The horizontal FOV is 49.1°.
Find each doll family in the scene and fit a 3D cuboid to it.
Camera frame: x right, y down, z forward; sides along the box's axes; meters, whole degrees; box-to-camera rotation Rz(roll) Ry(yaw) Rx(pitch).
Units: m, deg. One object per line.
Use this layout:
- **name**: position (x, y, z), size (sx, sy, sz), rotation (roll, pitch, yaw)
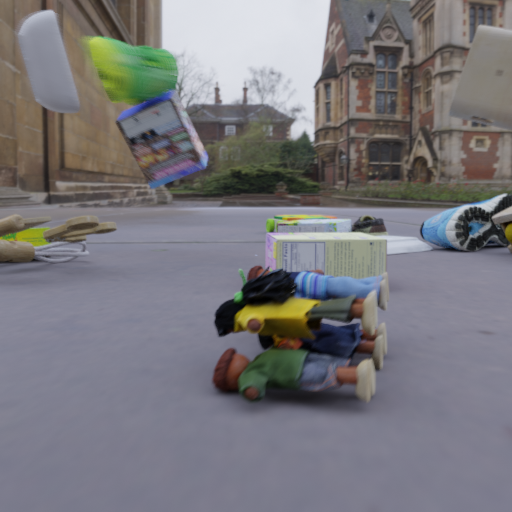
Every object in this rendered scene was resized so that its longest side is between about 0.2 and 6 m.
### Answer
- **doll family**: position (0.295, 0.438, 3.948), size (1.147, 0.779, 1.984), rotation (-2, 0, 18)

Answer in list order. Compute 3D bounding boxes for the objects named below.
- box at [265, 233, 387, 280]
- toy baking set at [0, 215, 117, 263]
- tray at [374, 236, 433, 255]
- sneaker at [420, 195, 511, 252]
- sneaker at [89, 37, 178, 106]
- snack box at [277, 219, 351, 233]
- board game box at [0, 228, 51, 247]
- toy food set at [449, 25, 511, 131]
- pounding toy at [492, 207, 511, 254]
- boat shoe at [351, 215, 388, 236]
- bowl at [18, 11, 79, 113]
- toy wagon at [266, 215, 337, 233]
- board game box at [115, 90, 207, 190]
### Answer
- **box**: position (0.865, 0.059, 7.351), size (1.382, 0.668, 1.216), rotation (0, 6, -5)
- **toy baking set**: position (-3.599, -0.077, 8.633), size (2.507, 0.380, 3.266), rotation (-6, -8, -36)
- **tray**: position (2.380, -0.217, 11.656), size (2.587, 0.287, 1.389), rotation (-5, 7, -39)
- **sneaker**: position (4.855, -0.766, 12.708), size (3.051, 1.196, 1.372), rotation (-5, 5, -39)
- **sneaker**: position (-1.994, -3.208, 9.487), size (1.205, 1.068, 2.884), rotation (-20, 14, 2)
- **snack box**: position (1.515, -0.640, 14.202), size (1.481, 0.552, 2.083), rotation (2, 7, 18)
- **board game box**: position (-4.529, -0.205, 9.984), size (1.649, 0.393, 0.838), rotation (-4, -7, -20)
- **toy food set**: position (4.771, -3.532, 11.043), size (1.332, 1.857, 0.561), rotation (20, 8, 20)
- **pounding toy**: position (5.646, -0.261, 10.017), size (1.690, 1.696, 2.956), rotation (-30, 4, -13)
- **boat shoe**: position (2.990, -0.772, 14.977), size (0.730, 0.647, 1.995), rotation (-2, 7, -15)
- **bowl**: position (-2.962, -2.670, 7.901), size (0.512, 1.371, 1.373), rotation (-16, 20, -18)
- **toy wagon**: position (1.596, -0.899, 16.599), size (2.141, 0.546, 2.759), rotation (-2, 7, -17)
- **board game box**: position (-1.812, -2.269, 10.960), size (1.194, 1.497, 0.725), rotation (-19, 27, 10)
